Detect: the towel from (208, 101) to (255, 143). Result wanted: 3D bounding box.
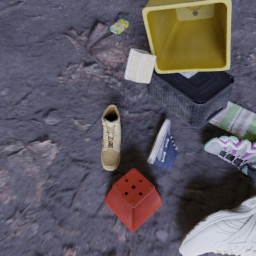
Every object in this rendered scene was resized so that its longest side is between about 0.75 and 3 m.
[{"bbox_3d":[3.672,-0.341,9.528,1.676,0.257,1.250,28,60,19],"label":"towel"}]

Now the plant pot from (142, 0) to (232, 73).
[{"bbox_3d":[1.715,-2.909,7.485,1.986,1.973,2.032,2,52,20],"label":"plant pot"}]

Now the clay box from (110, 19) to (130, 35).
[{"bbox_3d":[-0.356,-4.579,12.623,0.498,0.206,0.867,32,60,21],"label":"clay box"}]

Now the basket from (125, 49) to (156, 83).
[{"bbox_3d":[0.327,-1.591,7.269,0.545,0.805,0.496,-3,24,-38],"label":"basket"}]

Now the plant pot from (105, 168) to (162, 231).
[{"bbox_3d":[0.149,1.793,7.490,1.195,1.054,1.196,-38,63,-23],"label":"plant pot"}]

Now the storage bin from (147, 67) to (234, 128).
[{"bbox_3d":[2.037,-1.454,9.600,1.752,1.215,2.592,-35,57,-20],"label":"storage bin"}]

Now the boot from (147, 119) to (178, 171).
[{"bbox_3d":[1.227,0.515,8.783,0.761,0.613,1.685,24,61,2],"label":"boot"}]

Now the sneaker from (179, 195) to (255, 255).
[{"bbox_3d":[2.659,2.681,6.855,2.855,1.112,1.418,-19,60,-13],"label":"sneaker"}]

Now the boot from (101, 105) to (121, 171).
[{"bbox_3d":[-0.507,0.286,8.416,0.613,1.309,1.685,5,54,3],"label":"boot"}]

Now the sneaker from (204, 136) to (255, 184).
[{"bbox_3d":[3.298,0.991,8.240,1.985,0.772,1.389,3,53,3],"label":"sneaker"}]
